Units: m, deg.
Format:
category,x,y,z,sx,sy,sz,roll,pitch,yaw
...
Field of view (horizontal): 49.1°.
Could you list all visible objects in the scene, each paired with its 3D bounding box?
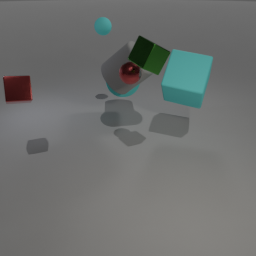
category,x,y,z,sx,sy,sz,roll,pitch,yaw
cube,-3.139,-1.077,7.978,0.700,0.700,0.700,-6,2,-22
cube,2.069,-1.696,9.866,1.400,1.400,1.400,15,-13,15
cylinder,-0.237,-2.204,11.928,1.400,1.400,1.400,-2,28,-3
cube,0.563,-1.949,7.538,0.700,0.700,0.700,10,25,-46
ball,-1.016,-4.120,11.352,0.700,0.700,0.700,0,28,0
ball,0.071,-1.690,8.644,0.700,0.700,0.700,0,28,0
cylinder,-0.015,-2.158,10.164,1.400,1.400,1.400,-32,13,30
